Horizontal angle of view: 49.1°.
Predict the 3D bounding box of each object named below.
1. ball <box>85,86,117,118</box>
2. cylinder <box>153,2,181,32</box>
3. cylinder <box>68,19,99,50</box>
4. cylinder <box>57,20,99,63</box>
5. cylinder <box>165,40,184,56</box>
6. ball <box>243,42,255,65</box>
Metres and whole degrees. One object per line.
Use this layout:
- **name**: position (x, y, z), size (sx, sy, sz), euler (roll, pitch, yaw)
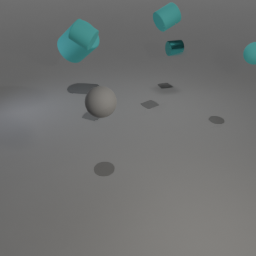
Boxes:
- **ball**: position (-0.597, -0.571, 6.156), size (0.700, 0.700, 0.700), euler (0, 30, 0)
- **cylinder**: position (1.314, -3.741, 9.458), size (0.700, 0.700, 0.700), euler (-34, 38, -9)
- **cylinder**: position (-1.382, -2.911, 8.738), size (0.700, 0.700, 0.700), euler (32, 32, -4)
- **cylinder**: position (-2.249, -3.890, 12.686), size (1.400, 1.400, 1.400), euler (-26, 9, 42)
- **cylinder**: position (2.240, -3.854, 13.475), size (0.700, 0.700, 0.700), euler (-10, 31, -14)
- **ball**: position (4.061, -2.386, 8.950), size (0.700, 0.700, 0.700), euler (0, 30, 0)
